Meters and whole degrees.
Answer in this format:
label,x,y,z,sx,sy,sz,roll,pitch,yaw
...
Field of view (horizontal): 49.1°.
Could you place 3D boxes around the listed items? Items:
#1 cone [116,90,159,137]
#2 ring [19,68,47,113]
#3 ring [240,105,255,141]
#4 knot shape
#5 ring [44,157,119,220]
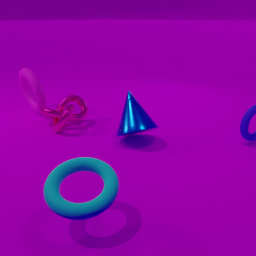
label,x,y,z,sx,sy,sz,roll,pitch,yaw
cone,0.141,-0.471,7.897,1.220,1.224,1.220,-12,-5,-1
ring,-3.324,-1.286,9.745,0.325,1.624,1.624,-27,34,-30
ring,3.526,-0.143,7.733,1.086,1.086,0.217,-12,25,-25
knot shape,-1.952,-0.529,8.943,1.406,0.694,1.503,-30,32,-26
ring,-0.784,0.986,4.764,1.261,0.252,1.261,1,39,0
